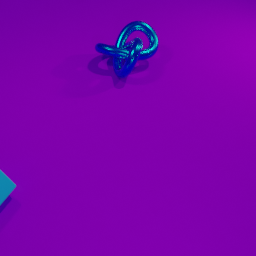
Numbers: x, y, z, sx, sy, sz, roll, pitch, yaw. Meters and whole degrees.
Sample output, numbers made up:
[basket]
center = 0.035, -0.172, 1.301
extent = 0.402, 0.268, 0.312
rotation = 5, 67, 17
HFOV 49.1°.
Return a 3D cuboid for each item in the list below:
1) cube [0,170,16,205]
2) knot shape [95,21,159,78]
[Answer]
[cube]
center = -2.938, 1.198, 5.627
extent = 0.777, 0.777, 0.777
rotation = -4, 40, 39
[knot shape]
center = -0.155, -2.524, 8.950
extent = 1.903, 0.940, 2.034
rotation = 10, 57, 31
